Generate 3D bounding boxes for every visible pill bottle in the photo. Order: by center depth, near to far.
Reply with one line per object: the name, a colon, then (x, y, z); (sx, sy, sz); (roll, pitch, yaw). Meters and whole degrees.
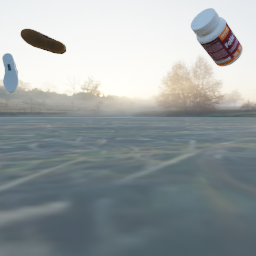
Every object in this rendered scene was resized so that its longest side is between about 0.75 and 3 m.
pill bottle: (2.718, -2.760, 8.601); (1.697, 0.969, 0.969); (36, -20, -34)

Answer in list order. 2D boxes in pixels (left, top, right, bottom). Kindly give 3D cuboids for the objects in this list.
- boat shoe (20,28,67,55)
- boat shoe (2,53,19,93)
boat shoe: (-3.336, -3.387, 11.152); (1.825, 0.643, 0.642); (24, 8, -6)
boat shoe: (-4.543, -2.107, 10.957); (0.572, 1.619, 0.515); (-8, -12, -6)
